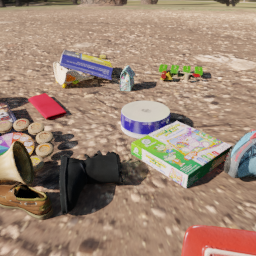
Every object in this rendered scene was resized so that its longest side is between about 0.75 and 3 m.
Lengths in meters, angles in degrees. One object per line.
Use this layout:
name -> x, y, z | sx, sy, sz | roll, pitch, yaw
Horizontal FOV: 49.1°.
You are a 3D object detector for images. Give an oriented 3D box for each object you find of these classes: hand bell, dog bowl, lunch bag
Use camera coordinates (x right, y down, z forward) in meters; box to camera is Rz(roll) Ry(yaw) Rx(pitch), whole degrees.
hand bell -> -3.426, 1.142, 6.598 | 2.085, 1.086, 1.086 | -19, 31, -1
dog bowl -> 0.575, -0.301, 9.240 | 1.620, 0.638, 1.620 | 0, 29, 0
lunch bag -> -0.036, -2.207, 12.307 | 0.586, 0.961, 0.818 | 7, 29, 12

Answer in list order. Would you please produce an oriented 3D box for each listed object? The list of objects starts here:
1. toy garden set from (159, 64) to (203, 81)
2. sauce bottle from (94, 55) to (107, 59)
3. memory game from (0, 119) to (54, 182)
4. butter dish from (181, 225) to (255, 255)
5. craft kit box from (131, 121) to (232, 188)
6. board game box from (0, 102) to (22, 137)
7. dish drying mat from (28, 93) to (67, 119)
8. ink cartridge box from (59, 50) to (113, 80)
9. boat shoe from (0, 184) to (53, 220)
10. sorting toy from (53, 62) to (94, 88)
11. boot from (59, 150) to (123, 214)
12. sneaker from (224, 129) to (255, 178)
toy garden set -> 2.544, -2.617, 13.647 | 2.110, 0.421, 1.759 | 6, 28, 10
sauce bottle -> -1.634, -4.201, 16.585 | 0.787, 0.255, 0.255 | 1, 29, 0
memory game -> -3.242, 0.537, 7.709 | 2.413, 0.154, 2.413 | 1, 42, -1
butter dish -> 1.607, 2.366, 3.986 | 1.726, 1.280, 1.731 | 4, 71, 13
craft kit box -> 1.479, 0.613, 7.833 | 2.011, 0.488, 1.986 | -24, 35, -36
board game box -> -4.534, -0.142, 9.192 | 1.555, 0.397, 2.295 | -17, 33, -28
dish drying mat -> -3.106, -0.835, 10.671 | 0.797, 0.189, 2.075 | -19, 36, -29
ink cartridge box -> -1.977, -3.114, 13.489 | 2.443, 0.581, 2.472 | 13, 18, -15
boat shoe -> -2.356, 1.469, 6.172 | 1.610, 0.547, 0.579 | 10, 31, 18
sorting toy -> -2.450, -2.450, 12.974 | 1.528, 0.907, 1.698 | -9, 28, -30
boot -> -0.854, 1.196, 6.621 | 1.485, 0.671, 1.813 | -1, 29, -11
sneaker -> 3.781, 0.725, 6.910 | 2.913, 1.155, 1.392 | -12, 33, -19
